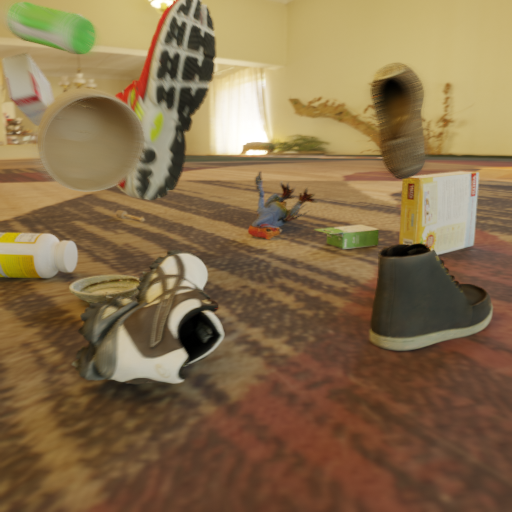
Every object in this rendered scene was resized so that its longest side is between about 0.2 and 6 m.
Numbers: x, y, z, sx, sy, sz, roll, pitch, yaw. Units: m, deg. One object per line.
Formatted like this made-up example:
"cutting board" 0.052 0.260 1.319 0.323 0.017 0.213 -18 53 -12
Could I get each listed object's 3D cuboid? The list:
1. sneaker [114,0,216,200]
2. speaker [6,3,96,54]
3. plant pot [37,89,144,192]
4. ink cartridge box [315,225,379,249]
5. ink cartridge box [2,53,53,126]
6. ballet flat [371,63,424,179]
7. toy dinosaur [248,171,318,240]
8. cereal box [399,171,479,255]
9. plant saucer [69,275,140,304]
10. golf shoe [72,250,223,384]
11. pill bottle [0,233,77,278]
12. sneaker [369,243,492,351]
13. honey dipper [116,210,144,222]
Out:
"sneaker" -1.843 -2.752 9.619 1.484 3.494 1.345 28 14 31
"speaker" -3.251 -3.603 8.857 1.413 0.625 0.625 21 20 21
"plant pot" -2.599 -1.885 8.483 1.529 1.529 1.027 -8 38 -30
"ink cartridge box" 1.891 -0.393 11.764 1.219 0.362 0.633 -6 14 -24
"ink cartridge box" -4.336 -3.164 10.791 0.493 0.867 1.190 -15 -10 -4
"ballet flat" 2.031 -2.108 8.173 0.762 2.262 0.524 -18 -39 31
"toy dinosaur" 0.529 -0.868 13.411 1.309 2.494 2.263 30 55 18
"cereal box" 3.628 -0.834 11.032 2.172 1.563 0.429 -10 16 -40
"plant saucer" -2.141 0.517 8.051 1.029 0.258 1.029 -1 13 0
"golf shoe" -0.848 0.701 6.107 1.204 0.990 2.548 13 23 11
"pill bottle" -3.733 -0.003 9.236 1.420 0.740 0.740 2 13 6
"sneaker" 2.237 0.361 6.779 2.123 1.127 0.794 -11 17 -40
"honey dipper" -3.362 -1.044 15.047 1.119 0.212 0.212 16 20 39
